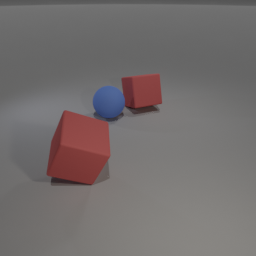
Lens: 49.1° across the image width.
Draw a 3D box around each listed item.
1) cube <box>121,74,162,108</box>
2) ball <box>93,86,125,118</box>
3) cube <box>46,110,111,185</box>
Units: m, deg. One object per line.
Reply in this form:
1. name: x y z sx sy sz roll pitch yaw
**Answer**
1. cube: 0.634 -1.772 13.222 1.400 1.400 1.400 -11 12 -20
2. ball: -0.834 -1.134 12.214 1.400 1.400 1.400 0 27 0
3. cube: -1.437 0.581 8.170 1.400 1.400 1.400 16 39 -21
